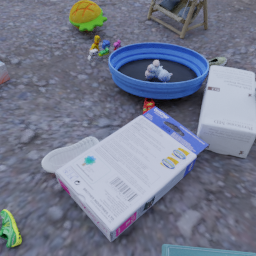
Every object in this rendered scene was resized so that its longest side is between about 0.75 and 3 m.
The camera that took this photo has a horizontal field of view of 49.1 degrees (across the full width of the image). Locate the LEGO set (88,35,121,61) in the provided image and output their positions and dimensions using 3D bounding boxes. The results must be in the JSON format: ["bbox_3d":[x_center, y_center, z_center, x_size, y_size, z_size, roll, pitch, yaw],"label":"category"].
[{"bbox_3d":[-0.876,-2.857,9.622,1.407,0.577,0.537,-28,59,-33],"label":"LEGO set"}]

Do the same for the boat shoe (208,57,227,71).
[{"bbox_3d":[2.988,-2.209,9.413,0.993,0.308,0.357,-31,53,-27],"label":"boat shoe"}]

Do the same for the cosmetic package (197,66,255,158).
[{"bbox_3d":[2.582,-0.529,7.313,1.279,0.932,2.516,11,45,10],"label":"cosmetic package"}]

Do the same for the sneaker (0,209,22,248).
[{"bbox_3d":[-2.302,1.896,5.330,0.342,0.303,0.819,-22,49,-26],"label":"sneaker"}]

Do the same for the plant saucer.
[{"bbox_3d":[1.696,2.466,4.845,2.216,0.210,0.775,3,45,5],"label":"plant saucer"}]

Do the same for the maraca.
[{"bbox_3d":[-1.592,-4.344,11.010,1.364,1.064,1.990,-29,50,-6],"label":"maraca"}]

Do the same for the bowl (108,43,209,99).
[{"bbox_3d":[0.906,-1.808,8.564,2.998,0.588,2.998,1,36,-1],"label":"bowl"}]

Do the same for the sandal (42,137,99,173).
[{"bbox_3d":[-1.283,0.684,6.532,1.434,0.352,0.583,-23,66,-26],"label":"sandal"}]

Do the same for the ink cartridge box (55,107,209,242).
[{"bbox_3d":[0.176,0.798,6.207,2.995,0.628,1.787,-35,56,-26],"label":"ink cartridge box"}]

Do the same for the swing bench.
[{"bbox_3d":[2.027,-5.163,10.955,1.489,2.295,2.283,-27,51,-24],"label":"swing bench"}]

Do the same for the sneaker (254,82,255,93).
[{"bbox_3d":[4.378,-0.556,6.837,2.687,1.054,1.067,14,50,-16],"label":"sneaker"}]

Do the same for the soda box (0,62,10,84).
[{"bbox_3d":[-4.494,-1.406,8.401,0.559,0.601,1.758,28,52,25],"label":"soda box"}]

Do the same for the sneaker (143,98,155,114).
[{"bbox_3d":[0.560,-0.495,7.607,0.396,0.437,1.030,-3,43,-1],"label":"sneaker"}]

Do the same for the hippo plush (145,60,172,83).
[{"bbox_3d":[0.903,-1.535,8.197,0.605,0.760,0.611,-47,69,10],"label":"hippo plush"}]
